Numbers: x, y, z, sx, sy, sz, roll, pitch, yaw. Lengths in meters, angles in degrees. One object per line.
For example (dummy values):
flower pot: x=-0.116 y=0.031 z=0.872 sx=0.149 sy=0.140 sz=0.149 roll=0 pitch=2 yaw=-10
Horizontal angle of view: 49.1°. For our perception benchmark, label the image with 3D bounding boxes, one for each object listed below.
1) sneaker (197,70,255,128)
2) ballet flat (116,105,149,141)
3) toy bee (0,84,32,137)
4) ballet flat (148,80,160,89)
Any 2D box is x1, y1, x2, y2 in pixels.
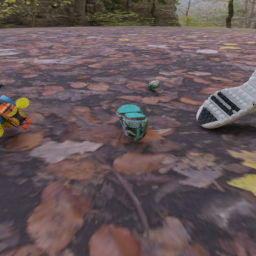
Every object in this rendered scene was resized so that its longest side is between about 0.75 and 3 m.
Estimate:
sneaker: x=3.203 y=-0.700 z=7.704 sx=2.714 sy=1.100 sz=1.020 roll=-30 pitch=52 yaw=5
ballet flat: x=0.077 y=-0.137 z=7.191 sx=0.751 sy=0.751 sz=2.022 roll=-1 pitch=13 yaw=-3
toy bee: x=-2.914 y=-0.239 z=6.867 sx=1.022 sy=1.231 sz=1.880 roll=39 pitch=-5 yaw=-10
ballet flat: x=1.043 y=-1.700 z=10.894 sx=0.316 sy=0.351 sz=0.933 roll=28 pitch=-3 yaw=-14
